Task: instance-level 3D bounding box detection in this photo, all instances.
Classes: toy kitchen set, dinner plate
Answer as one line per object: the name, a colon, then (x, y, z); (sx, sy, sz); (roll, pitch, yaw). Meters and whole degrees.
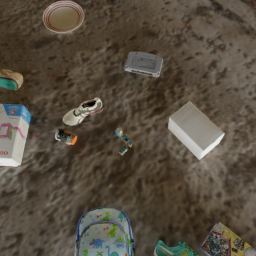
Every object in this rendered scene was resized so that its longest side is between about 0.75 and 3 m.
toy kitchen set: (-0.310, 0.541, 11.192); (0.842, 0.496, 0.675); (42, 73, 16)
dinner plate: (-3.172, -5.459, 13.848); (2.030, 0.246, 2.030); (0, 67, 1)

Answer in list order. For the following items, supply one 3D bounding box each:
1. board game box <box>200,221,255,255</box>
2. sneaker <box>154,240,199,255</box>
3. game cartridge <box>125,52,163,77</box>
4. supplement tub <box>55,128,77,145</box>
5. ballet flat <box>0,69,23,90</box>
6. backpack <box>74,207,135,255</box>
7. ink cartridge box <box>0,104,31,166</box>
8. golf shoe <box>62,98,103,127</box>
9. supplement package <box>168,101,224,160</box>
board game box: (3.546, 4.270, 9.737); (1.702, 0.295, 1.153); (38, 72, 14)
sneaker: (1.935, 4.311, 9.493); (2.075, 0.804, 0.826); (8, 59, 4)
game cartridge: (0.744, -2.949, 12.776); (1.590, 0.322, 1.060); (13, 71, 5)
supplement tub: (-2.490, 0.358, 11.277); (0.786, 0.482, 0.482); (22, 69, 10)
ballet flat: (-5.864, -2.309, 12.306); (2.656, 0.904, 0.893); (16, 47, 1)
backpack: (-0.774, 3.760, 9.249); (2.003, 1.609, 2.189); (-2, 63, -5)
ink cartridge box: (-4.976, 0.255, 11.050); (1.654, 0.969, 2.288); (3, 68, 1)
golf shoe: (-1.931, -0.726, 11.562); (1.837, 0.809, 0.709); (-29, 68, -10)
supplement package: (2.603, 0.110, 10.969); (1.118, 1.104, 1.843); (-38, 68, -11)
